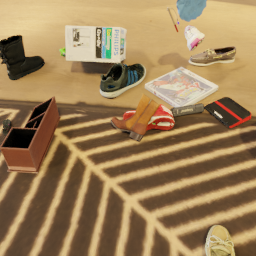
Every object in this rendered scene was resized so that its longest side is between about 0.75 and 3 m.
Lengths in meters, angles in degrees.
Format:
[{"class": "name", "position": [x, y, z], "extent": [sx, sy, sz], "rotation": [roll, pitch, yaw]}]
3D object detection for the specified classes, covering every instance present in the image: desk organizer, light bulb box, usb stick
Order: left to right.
[{"class": "desk organizer", "position": [-3.193, 0.100, 9.479], "extent": [0.990, 1.063, 2.761], "rotation": [3, 42, 4]}, {"class": "light bulb box", "position": [-1.385, -3.878, 12.953], "extent": [2.421, 1.511, 2.399], "rotation": [4, 18, 5]}, {"class": "usb stick", "position": [2.308, -0.695, 10.881], "extent": [1.371, 0.380, 0.223], "rotation": [-9, 23, -10]}]

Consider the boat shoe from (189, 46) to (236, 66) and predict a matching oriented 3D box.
[{"class": "boat shoe", "position": [4.170, -3.584, 13.797], "extent": [2.374, 0.707, 0.853], "rotation": [-6, 43, -7]}]

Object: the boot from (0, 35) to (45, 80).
[{"class": "boot", "position": [-4.824, -3.347, 12.748], "extent": [0.802, 1.776, 2.167], "rotation": [26, 48, 25]}]

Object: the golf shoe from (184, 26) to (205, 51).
[{"class": "golf shoe", "position": [2.605, -3.715, 11.454], "extent": [0.911, 0.750, 1.991], "rotation": [44, 26, -5]}]

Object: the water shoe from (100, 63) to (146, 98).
[{"class": "water shoe", "position": [-0.105, -2.325, 12.107], "extent": [1.011, 1.115, 2.827], "rotation": [25, 48, 25]}]

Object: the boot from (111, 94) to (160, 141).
[{"class": "boot", "position": [0.210, -0.511, 9.828], "extent": [1.427, 1.516, 0.519], "rotation": [33, 14, 31]}]

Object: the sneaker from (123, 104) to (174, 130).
[{"class": "sneaker", "position": [0.786, -0.441, 10.520], "extent": [1.860, 0.729, 1.075], "rotation": [11, 30, 2]}]

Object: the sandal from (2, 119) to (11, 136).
[{"class": "sandal", "position": [-4.458, -0.049, 10.269], "extent": [0.358, 0.228, 0.953], "rotation": [-17, 45, -18]}]

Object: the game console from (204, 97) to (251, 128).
[{"class": "game console", "position": [3.911, -0.636, 10.964], "extent": [1.291, 0.227, 1.459], "rotation": [-24, 47, -19]}]

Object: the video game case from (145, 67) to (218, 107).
[{"class": "video game case", "position": [2.313, -1.776, 12.137], "extent": [2.379, 0.273, 2.167], "rotation": [-29, 50, -28]}]

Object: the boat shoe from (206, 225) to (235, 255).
[{"class": "boat shoe", "position": [2.166, 3.087, 6.541], "extent": [0.694, 0.599, 1.903], "rotation": [13, 44, 13]}]

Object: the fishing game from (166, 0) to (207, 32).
[{"class": "fishing game", "position": [2.308, -4.678, 10.132], "extent": [2.241, 1.605, 0.348], "rotation": [-45, 50, -1]}]

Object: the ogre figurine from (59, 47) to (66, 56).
[{"class": "ogre figurine", "position": [-3.169, -3.889, 14.374], "extent": [0.548, 0.449, 0.915], "rotation": [-7, 55, -34]}]
